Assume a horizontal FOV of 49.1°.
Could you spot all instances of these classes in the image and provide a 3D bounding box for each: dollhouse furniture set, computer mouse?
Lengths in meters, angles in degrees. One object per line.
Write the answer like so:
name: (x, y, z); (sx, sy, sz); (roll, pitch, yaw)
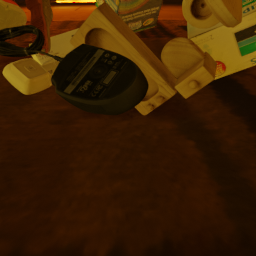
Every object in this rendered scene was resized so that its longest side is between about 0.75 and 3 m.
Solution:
dollhouse furniture set: (0.126, -1.364, 4.286); (2.859, 2.719, 2.330); (-34, 19, 38)
computer mouse: (-0.832, -0.728, 3.342); (2.503, 0.426, 0.734); (27, 71, 29)

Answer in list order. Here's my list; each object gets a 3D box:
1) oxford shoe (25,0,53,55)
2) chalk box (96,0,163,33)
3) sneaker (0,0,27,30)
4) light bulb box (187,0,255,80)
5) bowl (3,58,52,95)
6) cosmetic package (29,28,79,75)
oxford shoe: (-2.222, -2.839, 7.488); (0.626, 1.776, 0.664); (-1, 8, 33)
chalk box: (0.004, -4.218, 9.105); (1.667, 2.680, 1.659); (-21, 69, -18)
sneaker: (-2.617, -2.410, 4.682); (0.845, 2.194, 0.898); (-30, 76, 3)
light bulb box: (2.927, -2.844, 7.588); (2.364, 1.489, 2.385); (-18, 39, 25)
bowl: (-2.374, -1.307, 6.718); (0.956, 0.357, 0.958); (41, 43, 11)
cosmetic package: (-1.749, -2.517, 8.831); (2.390, 0.605, 0.987); (-26, 65, -20)
